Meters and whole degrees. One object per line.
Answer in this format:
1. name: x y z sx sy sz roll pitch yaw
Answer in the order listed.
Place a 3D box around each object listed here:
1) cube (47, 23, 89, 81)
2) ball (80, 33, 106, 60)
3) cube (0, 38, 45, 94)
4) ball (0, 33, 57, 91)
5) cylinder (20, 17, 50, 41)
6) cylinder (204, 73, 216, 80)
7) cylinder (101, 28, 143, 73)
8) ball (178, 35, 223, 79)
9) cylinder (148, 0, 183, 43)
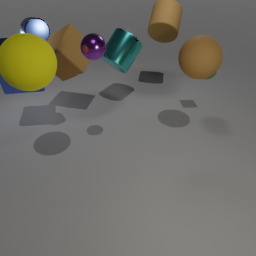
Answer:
1. cube: -2.439 -2.958 11.129 1.400 1.400 1.400 -11 51 41
2. ball: -0.936 -2.190 7.565 0.700 0.700 0.700 0 32 0
3. cube: -3.724 -2.195 9.799 1.400 1.400 1.400 -5 51 -6
4. ball: -2.487 -1.622 6.961 1.400 1.400 1.400 0 32 0
5. cylinder: -2.700 -2.828 8.105 0.700 0.700 0.700 -17 29 -25
6. cylinder: 3.138 -2.439 11.289 0.700 0.700 0.700 -3 61 -4
7. cylinder: -0.306 -3.339 12.177 1.400 1.400 1.400 32 0 0
8. ball: 2.353 -2.295 9.121 1.400 1.400 1.400 0 32 0
9. cylinder: 1.716 -4.931 12.936 1.400 1.400 1.400 9 71 13
